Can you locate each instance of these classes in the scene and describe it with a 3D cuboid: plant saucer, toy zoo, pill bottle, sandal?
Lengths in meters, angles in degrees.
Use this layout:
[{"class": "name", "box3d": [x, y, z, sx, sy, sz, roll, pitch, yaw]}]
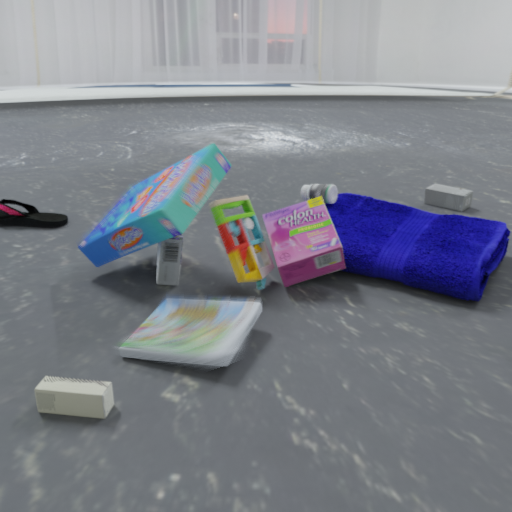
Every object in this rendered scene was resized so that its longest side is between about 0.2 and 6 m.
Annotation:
[{"class": "plant saucer", "box3d": [2.183, -1.249, 13.825, 1.407, 0.242, 1.407, 0, 21, 0]}, {"class": "toy zoo", "box3d": [-0.177, -0.203, 9.484, 0.167, 1.630, 1.069, -20, -1, 31]}, {"class": "pill bottle", "box3d": [1.292, -1.282, 11.517, 0.686, 0.388, 0.388, 7, 22, 35]}, {"class": "sandal", "box3d": [-5.453, -1.014, 12.857, 2.300, 0.518, 0.864, 3, 22, 7]}]

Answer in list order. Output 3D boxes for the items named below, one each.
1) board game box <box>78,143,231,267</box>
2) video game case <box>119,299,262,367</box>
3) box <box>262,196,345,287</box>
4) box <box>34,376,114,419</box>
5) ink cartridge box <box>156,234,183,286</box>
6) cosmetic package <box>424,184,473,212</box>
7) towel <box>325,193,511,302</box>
[{"class": "board game box", "box3d": [-1.803, -0.860, 9.862, 2.488, 0.560, 1.892, -17, 31, 40]}, {"class": "video game case", "box3d": [-0.881, 1.026, 7.908, 1.587, 0.175, 1.444, 1, 24, 20]}, {"class": "box", "box3d": [0.826, -0.262, 9.834, 1.125, 0.618, 1.279, -17, 49, 3]}, {"class": "box", "box3d": [-2.115, 1.647, 6.532, 0.840, 0.345, 0.287, 4, 22, 7]}, {"class": "ink cartridge box", "box3d": [-1.588, -0.212, 10.256, 0.410, 0.887, 1.629, 5, 23, -11]}, {"class": "cosmetic package", "box3d": [4.828, -1.477, 14.103, 1.046, 0.472, 0.559, 22, 34, 37]}, {"class": "towel", "box3d": [2.705, -0.358, 10.686, 3.728, 0.924, 2.753, 13, 24, 29]}]
